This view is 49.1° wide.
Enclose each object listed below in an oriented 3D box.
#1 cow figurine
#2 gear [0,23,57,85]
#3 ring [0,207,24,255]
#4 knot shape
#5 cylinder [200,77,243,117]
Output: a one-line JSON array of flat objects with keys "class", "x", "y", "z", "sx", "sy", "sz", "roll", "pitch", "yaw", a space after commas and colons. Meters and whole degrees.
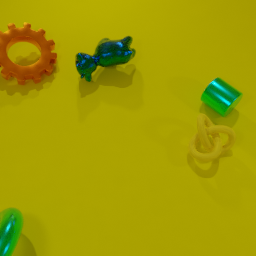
[{"class": "cow figurine", "x": -0.667, "y": -1.979, "z": 7.909, "sx": 1.611, "sy": 0.884, "sz": 1.585, "roll": 0, "pitch": 38, "yaw": 25}, {"class": "gear", "x": -2.997, "y": -2.152, "z": 8.100, "sx": 1.800, "sy": 0.333, "sz": 1.800, "roll": 4, "pitch": 75, "yaw": -17}, {"class": "ring", "x": -2.566, "y": 2.367, "z": 4.983, "sx": 0.405, "sy": 2.024, "sz": 2.024, "roll": 37, "pitch": 60, "yaw": -19}, {"class": "knot shape", "x": 1.953, "y": 0.174, "z": 6.760, "sx": 1.193, "sy": 0.551, "sz": 1.116, "roll": -19, "pitch": 84, "yaw": -18}, {"class": "cylinder", "x": 2.476, "y": -0.816, "z": 7.432, "sx": 0.785, "sy": 0.785, "sz": 0.785, "roll": -39, "pitch": 66, "yaw": -20}]
